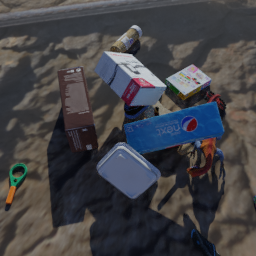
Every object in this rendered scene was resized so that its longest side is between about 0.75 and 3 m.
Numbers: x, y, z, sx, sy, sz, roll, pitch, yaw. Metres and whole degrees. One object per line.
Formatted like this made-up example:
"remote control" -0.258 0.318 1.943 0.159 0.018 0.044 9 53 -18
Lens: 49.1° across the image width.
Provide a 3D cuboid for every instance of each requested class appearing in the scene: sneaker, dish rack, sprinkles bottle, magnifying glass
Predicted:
"sneaker" 0.685 -1.346 11.337 0.807 0.897 2.302 32 61 21
"dish rack" -0.026 1.409 8.627 1.722 1.478 0.375 39 27 -9
"sprinkles bottle" -0.082 -4.198 13.536 0.649 0.649 1.902 29 60 19
"magnifying glass" -3.837 1.868 9.524 0.577 0.162 1.450 3 53 2
"sneaker" 3.553 -1.055 11.475 1.019 0.498 0.360 38 47 -2
"sneaker" 2.282 3.477 8.277 0.441 0.394 1.078 -14 60 -30

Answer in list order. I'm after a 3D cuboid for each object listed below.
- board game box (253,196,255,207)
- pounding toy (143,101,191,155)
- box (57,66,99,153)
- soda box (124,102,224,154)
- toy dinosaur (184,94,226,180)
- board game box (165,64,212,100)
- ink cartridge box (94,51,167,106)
"board game box" 4.755 2.585 8.953 1.236 0.213 0.837 0 54 0
"pounding toy" 1.630 -0.244 10.202 1.332 1.336 2.329 -37 71 -17
"box" -1.892 -0.739 10.562 1.111 1.485 2.965 -12 54 -8
"soda box" 1.422 0.075 8.811 2.885 0.926 0.979 -14 78 13
"toy dinosaur" 2.521 0.482 9.469 1.400 2.667 2.420 -3 21 18
"board game box" 2.617 -2.013 12.166 1.593 0.321 1.219 -30 60 -20
"ink cartridge box" 0.073 -1.787 10.075 1.552 0.891 2.137 -10 50 -49
